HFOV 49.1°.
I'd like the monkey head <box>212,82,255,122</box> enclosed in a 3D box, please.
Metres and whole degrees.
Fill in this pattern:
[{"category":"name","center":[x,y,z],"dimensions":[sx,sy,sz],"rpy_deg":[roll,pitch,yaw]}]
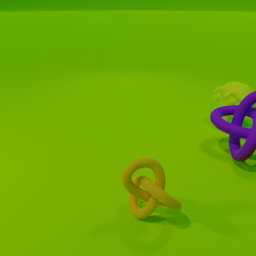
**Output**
[{"category":"monkey head","center":[3.221,-0.724,8.607],"dimensions":[1.131,1.351,1.878],"rpy_deg":[-8,27,-38]}]

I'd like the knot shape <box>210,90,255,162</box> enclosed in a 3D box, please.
[{"category":"knot shape","center":[3.032,-0.187,6.831],"dimensions":[1.713,0.846,1.830],"rpy_deg":[-34,42,24]}]

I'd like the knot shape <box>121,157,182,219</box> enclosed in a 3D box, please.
[{"category":"knot shape","center":[0.339,1.055,5.039],"dimensions":[1.192,1.116,0.551],"rpy_deg":[-9,19,40]}]
